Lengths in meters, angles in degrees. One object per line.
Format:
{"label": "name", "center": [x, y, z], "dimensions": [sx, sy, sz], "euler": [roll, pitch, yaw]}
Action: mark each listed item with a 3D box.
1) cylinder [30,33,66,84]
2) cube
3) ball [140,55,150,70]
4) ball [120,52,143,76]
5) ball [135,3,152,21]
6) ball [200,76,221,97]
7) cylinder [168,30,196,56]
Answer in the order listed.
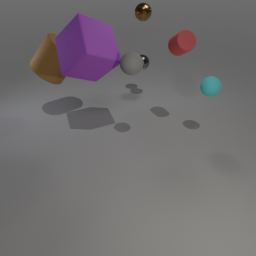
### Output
{"label": "cylinder", "center": [-2.801, -2.642, 10.761], "dimensions": [1.400, 1.400, 1.400], "euler": [35, 21, -16]}
{"label": "cube", "center": [-1.284, -2.488, 8.953], "dimensions": [1.400, 1.400, 1.400], "euler": [2, -22, -46]}
{"label": "ball", "center": [0.648, -3.040, 12.989], "dimensions": [0.700, 0.700, 0.700], "euler": [0, 30, 0]}
{"label": "ball", "center": [0.104, -1.939, 8.452], "dimensions": [0.700, 0.700, 0.700], "euler": [0, 30, 0]}
{"label": "ball", "center": [0.618, -4.738, 11.449], "dimensions": [0.700, 0.700, 0.700], "euler": [0, 30, 0]}
{"label": "ball", "center": [2.849, -1.421, 9.638], "dimensions": [0.700, 0.700, 0.700], "euler": [0, 30, 0]}
{"label": "cylinder", "center": [1.801, -2.835, 9.365], "dimensions": [0.700, 0.700, 0.700], "euler": [-11, 4, -18]}
